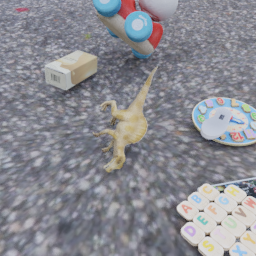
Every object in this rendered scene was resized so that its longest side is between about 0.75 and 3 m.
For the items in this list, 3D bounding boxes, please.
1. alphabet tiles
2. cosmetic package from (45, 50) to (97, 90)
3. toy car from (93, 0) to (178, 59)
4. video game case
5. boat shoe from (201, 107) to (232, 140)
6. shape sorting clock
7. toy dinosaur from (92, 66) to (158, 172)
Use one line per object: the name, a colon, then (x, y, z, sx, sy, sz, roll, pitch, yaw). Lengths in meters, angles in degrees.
alphabet tiles: (1.828, 1.743, 5.327, 1.646, 0.120, 1.610, -30, 45, -27)
cosmetic package: (-1.797, -1.907, 9.057, 0.877, 0.592, 1.667, 22, 39, 18)
toy car: (0.598, -4.273, 9.654, 2.511, 2.616, 2.839, 41, 94, 5)
video game case: (2.336, 1.656, 5.731, 1.440, 0.168, 1.309, -8, 42, -8)
boat shoe: (2.099, -0.019, 6.768, 0.533, 0.487, 1.483, 24, 37, 18)
shape sorting clock: (2.758, -0.251, 7.700, 1.961, 0.385, 1.961, 1, 47, -1)
toy dinosaur: (-0.038, -0.204, 6.937, 1.359, 0.783, 2.689, 17, 81, 38)
